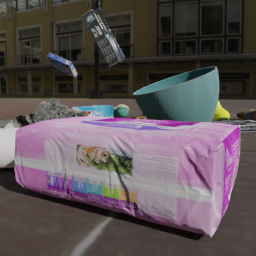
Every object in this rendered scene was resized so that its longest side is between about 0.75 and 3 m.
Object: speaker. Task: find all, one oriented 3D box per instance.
[{"bbox_3d":[-2.147,0.392,5.637,2.036,0.827,0.827,-2,8,-15],"label":"speaker"}]

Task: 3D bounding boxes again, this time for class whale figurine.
[{"bbox_3d":[-0.516,-0.880,16.319,1.259,0.653,1.002,-20,-31,34],"label":"whale figurine"}]

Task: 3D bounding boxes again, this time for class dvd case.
[{"bbox_3d":[4.352,-0.081,11.157,2.402,0.297,1.806,-1,7,-12],"label":"dvd case"}]

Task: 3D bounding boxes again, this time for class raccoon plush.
[{"bbox_3d":[-2.446,0.025,9.222,1.697,1.225,2.533,20,44,33],"label":"raccoon plush"}]

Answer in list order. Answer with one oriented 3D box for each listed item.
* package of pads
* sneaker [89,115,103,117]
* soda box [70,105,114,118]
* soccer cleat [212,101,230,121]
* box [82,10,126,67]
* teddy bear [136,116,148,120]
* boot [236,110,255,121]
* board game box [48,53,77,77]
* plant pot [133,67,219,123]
[{"bbox_3d":[0.018,0.442,4.124,2.965,1.122,1.786,4,11,29],"label":"package of pads"},{"bbox_3d":[-1.516,-0.342,12.608,1.275,0.515,0.737,8,5,8],"label":"sneaker"},{"bbox_3d":[-1.812,-0.745,14.286,2.248,0.763,0.721,-8,11,-42],"label":"soda box"},{"bbox_3d":[4.332,-0.926,14.045,0.916,1.185,2.834,0,8,2],"label":"soccer cleat"},{"bbox_3d":[-0.963,-3.794,12.006,0.500,2.298,1.841,-26,10,15],"label":"box"},{"bbox_3d":[0.722,-0.377,12.791,0.988,0.455,1.363,-2,7,2],"label":"teddy bear"},{"bbox_3d":[6.586,-0.725,14.531,1.821,0.680,0.882,-4,11,-14],"label":"boot"},{"bbox_3d":[-2.741,-2.639,11.826,1.046,0.227,1.040,25,-12,11],"label":"board game box"},{"bbox_3d":[1.688,-0.664,8.819,2.628,1.770,2.628,-19,13,4],"label":"plant pot"}]
